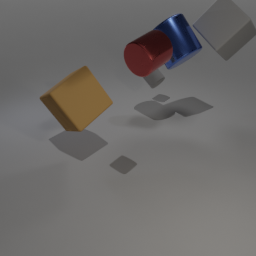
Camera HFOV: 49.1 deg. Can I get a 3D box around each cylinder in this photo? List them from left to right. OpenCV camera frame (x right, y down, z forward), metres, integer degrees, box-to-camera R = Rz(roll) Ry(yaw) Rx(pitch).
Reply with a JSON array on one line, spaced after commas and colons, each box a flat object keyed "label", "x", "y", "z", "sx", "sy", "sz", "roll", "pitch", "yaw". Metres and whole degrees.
[{"label": "cylinder", "x": 0.394, "y": -1.453, "z": 5.457, "sx": 0.700, "sy": 0.700, "sz": 0.700, "roll": 23, "pitch": 48, "yaw": 36}, {"label": "cylinder", "x": 1.038, "y": -2.100, "z": 11.474, "sx": 0.700, "sy": 0.700, "sz": 0.700, "roll": -30, "pitch": 79, "yaw": -42}, {"label": "cylinder", "x": 1.667, "y": -3.018, "z": 9.889, "sx": 1.400, "sy": 1.400, "sz": 1.400, "roll": -31, "pitch": 0, "yaw": 0}]

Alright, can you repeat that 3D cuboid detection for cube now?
[{"label": "cube", "x": -1.611, "y": -0.852, "z": 8.638, "sx": 1.400, "sy": 1.400, "sz": 1.400, "roll": -44, "pitch": 20, "yaw": -22}, {"label": "cube", "x": 3.422, "y": -3.490, "z": 9.867, "sx": 1.400, "sy": 1.400, "sz": 1.400, "roll": 5, "pitch": 48, "yaw": -56}]
